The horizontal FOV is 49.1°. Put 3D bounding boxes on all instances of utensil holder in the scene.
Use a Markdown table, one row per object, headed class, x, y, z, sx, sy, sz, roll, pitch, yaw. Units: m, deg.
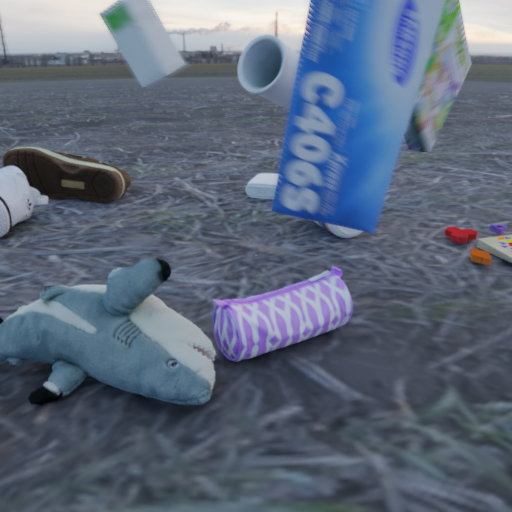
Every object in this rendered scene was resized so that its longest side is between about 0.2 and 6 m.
| class | x | y | z | sx | sy | sz | roll | pitch | yaw |
| --- | --- | --- | --- | --- | --- | --- | --- | --- | --- |
| utensil holder | 0.507 | -3.951 | 12.172 | 1.213 | 1.213 | 1.427 | 17 | 7 | 36 |

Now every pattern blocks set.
| class | x | y | z | sx | sy | sz | roll | pitch | yaw |
| --- | --- | --- | --- | --- | --- | --- | --- | --- | --- |
| pattern blocks set | 5.076 | -0.083 | 10.720 | 2.270 | 0.209 | 2.583 | -3 | 23 | -8 |

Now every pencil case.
| class | x | y | z | sx | sy | sz | roll | pitch | yaw |
| --- | --- | --- | --- | --- | --- | --- | --- | --- | --- |
| pencil case | 0.401 | 0.785 | 7.760 | 2.069 | 0.884 | 0.868 | -16 | 30 | -31 |

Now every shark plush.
| class | x | y | z | sx | sy | sz | roll | pitch | yaw |
| --- | --- | --- | --- | --- | --- | --- | --- | --- | --- |
| shark plush | -2.341 | 1.059 | 6.778 | 3.725 | 1.692 | 1.551 | 4 | 53 | -3 |

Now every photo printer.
| class | x | y | z | sx | sy | sz | roll | pitch | yaw |
| --- | --- | --- | --- | --- | --- | --- | --- | --- | --- |
| photo printer | 0.380 | -1.855 | 14.727 | 1.021 | 0.426 | 1.227 | 7 | 24 | 16 |

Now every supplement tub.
| class | x | y | z | sx | sy | sz | roll | pitch | yaw |
| --- | --- | --- | --- | --- | --- | --- | --- | --- | --- |
| supplement tub | 1.647 | -1.149 | 12.071 | 1.152 | 1.152 | 1.642 | -11 | 25 | -24 |

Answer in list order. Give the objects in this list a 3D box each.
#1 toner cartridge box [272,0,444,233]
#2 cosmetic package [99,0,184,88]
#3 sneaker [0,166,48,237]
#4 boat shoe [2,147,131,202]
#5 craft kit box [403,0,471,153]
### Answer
| class | x | y | z | sx | sy | sz | roll | pitch | yaw |
| --- | --- | --- | --- | --- | --- | --- | --- | --- | --- |
| toner cartridge box | 1.310 | -2.100 | 7.937 | 1.638 | 3.448 | 0.744 | 11 | 33 | 3 |
| cosmetic package | -2.273 | -4.352 | 11.264 | 0.863 | 1.604 | 0.680 | -11 | 28 | 41 |
| sneaker | -6.342 | -1.268 | 12.327 | 3.350 | 1.259 | 1.925 | 13 | 25 | 16 |
| boat shoe | -4.820 | -2.088 | 14.487 | 3.291 | 1.215 | 1.217 | 16 | 22 | 8 |
| craft kit box | 2.800 | -3.003 | 9.016 | 0.471 | 1.918 | 1.942 | 16 | -16 | 34 |
